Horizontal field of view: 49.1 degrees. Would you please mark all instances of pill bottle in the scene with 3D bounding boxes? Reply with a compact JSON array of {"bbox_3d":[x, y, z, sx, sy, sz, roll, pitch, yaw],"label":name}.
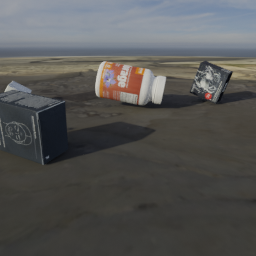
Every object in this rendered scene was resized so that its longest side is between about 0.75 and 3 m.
[{"bbox_3d":[0.118,-1.538,9.979,2.333,1.309,1.309,11,18,4],"label":"pill bottle"}]

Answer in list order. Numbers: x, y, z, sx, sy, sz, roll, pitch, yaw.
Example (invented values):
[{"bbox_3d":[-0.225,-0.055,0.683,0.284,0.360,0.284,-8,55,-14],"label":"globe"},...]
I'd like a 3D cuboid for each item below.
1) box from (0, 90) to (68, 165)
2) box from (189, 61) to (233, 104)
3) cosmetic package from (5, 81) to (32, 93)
[{"bbox_3d":[-2.141,-0.070,5.930,1.542,1.144,0.825,14,27,25],"label":"box"},{"bbox_3d":[3.221,-1.785,10.920,1.170,1.285,0.669,29,31,23],"label":"box"},{"bbox_3d":[-4.106,-1.251,10.399,0.823,0.592,1.459,28,7,-23],"label":"cosmetic package"}]
